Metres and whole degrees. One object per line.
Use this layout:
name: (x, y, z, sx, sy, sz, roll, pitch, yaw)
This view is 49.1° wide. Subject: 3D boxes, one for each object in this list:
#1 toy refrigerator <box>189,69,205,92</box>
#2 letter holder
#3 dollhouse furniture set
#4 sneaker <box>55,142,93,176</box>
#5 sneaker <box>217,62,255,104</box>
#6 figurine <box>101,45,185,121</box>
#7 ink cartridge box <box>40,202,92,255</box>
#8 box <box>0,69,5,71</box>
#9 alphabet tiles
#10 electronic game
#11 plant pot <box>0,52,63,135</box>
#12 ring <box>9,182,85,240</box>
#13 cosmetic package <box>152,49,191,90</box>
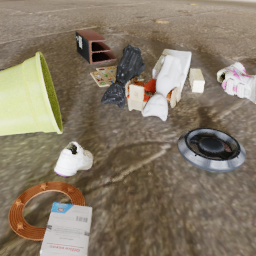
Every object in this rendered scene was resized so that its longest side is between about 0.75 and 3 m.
toy refrigerator: (3.407, -2.365, 13.840, 0.557, 0.605, 1.593, 3, 32, 5)
letter holder: (-1.938, -5.182, 17.574, 1.944, 1.375, 2.735, -12, 35, -22)
dollhouse furniture set: (0.910, -1.669, 12.177, 2.344, 1.208, 2.319, 16, 36, 24)
sneaker: (-1.446, 0.817, 8.250, 0.677, 0.900, 1.807, 18, 10, 12)
sneaker: (5.068, -1.917, 12.760, 1.297, 1.196, 2.939, -18, 36, -5)
figurine: (0.670, -1.786, 11.747, 2.956, 1.273, 2.884, 17, 63, 12)
ink cartridge box: (-1.346, 2.476, 6.126, 0.945, 0.553, 1.630, 10, 32, -7)
box: (-5.919, -1.443, 11.754, 2.224, 1.271, 2.442, -5, 33, -8)
alphabet tiles: (-0.617, -2.764, 14.939, 2.406, 0.092, 2.891, -12, 34, -17)
electronic game: (2.724, 0.663, 9.209, 2.180, 0.454, 2.180, 2, 33, -1)
plant pot: (-3.965, -0.909, 9.717, 2.690, 2.926, 2.926, -13, 34, -7)
ring: (-2.101, 2.044, 7.311, 1.931, 0.185, 1.931, 1, 33, 0)
cosmetic package: (2.231, -2.947, 14.133, 1.496, 1.075, 2.651, 10, 38, 13)
